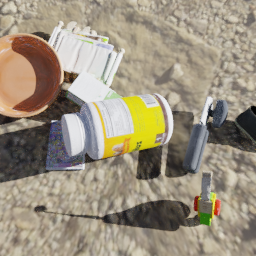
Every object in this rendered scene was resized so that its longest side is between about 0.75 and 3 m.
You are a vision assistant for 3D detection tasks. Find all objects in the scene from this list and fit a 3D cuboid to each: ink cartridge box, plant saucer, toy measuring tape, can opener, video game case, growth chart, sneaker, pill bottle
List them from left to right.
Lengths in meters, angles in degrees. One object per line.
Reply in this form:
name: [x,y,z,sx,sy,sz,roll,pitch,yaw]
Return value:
plant saucer: [-3.053,-1.480,8.069,2.431,0.455,2.431,0,85,-2]
video game case: [-1.674,0.456,7.712,1.011,0.127,1.413,0,66,0]
growth chart: [-1.398,-2.340,8.762,2.563,0.227,1.855,24,73,8]
ink cartridge box: [-0.885,-0.831,7.948,1.565,0.464,0.813,34,62,-5]
pill bottle: [-0.278,-0.031,6.929,2.540,1.388,1.388,-10,66,-21]
can opener: [2.094,0.162,7.430,0.734,0.585,2.195,8,68,33]
toy measuring tape: [1.839,1.545,6.489,0.667,1.814,0.667,-6,32,4]
sneaker: [3.624,0.029,7.503,1.407,0.747,0.526,37,62,8]
